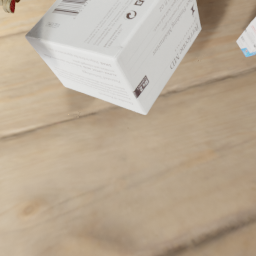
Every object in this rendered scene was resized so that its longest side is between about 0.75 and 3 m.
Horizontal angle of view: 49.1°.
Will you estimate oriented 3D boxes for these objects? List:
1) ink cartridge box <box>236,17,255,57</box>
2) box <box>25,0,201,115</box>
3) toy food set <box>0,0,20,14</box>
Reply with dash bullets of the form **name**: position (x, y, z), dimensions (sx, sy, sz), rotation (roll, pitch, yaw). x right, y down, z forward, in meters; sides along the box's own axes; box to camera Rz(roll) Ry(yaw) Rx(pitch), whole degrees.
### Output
- **ink cartridge box**: position (3.033, -2.182, 6.643), dimensions (0.298, 0.892, 0.517), rotation (-17, 71, -17)
- **box**: position (-0.194, -1.697, 4.973), dimensions (2.146, 1.402, 2.134), rotation (22, 71, 33)
- **toy food set**: position (-1.886, -2.553, 4.730), dimensions (0.226, 0.913, 1.437), rotation (7, 79, -9)
